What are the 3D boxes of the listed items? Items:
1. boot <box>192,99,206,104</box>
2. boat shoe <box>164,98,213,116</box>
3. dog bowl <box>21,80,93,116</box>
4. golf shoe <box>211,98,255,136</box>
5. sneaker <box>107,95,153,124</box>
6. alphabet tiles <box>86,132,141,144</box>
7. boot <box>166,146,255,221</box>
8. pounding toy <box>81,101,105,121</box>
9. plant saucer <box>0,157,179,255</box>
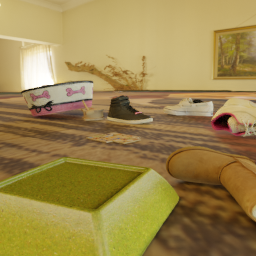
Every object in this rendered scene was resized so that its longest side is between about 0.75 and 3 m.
[{"bbox_3d":[3.547,-1.268,14.985,1.047,0.476,1.246,-1,14,-30],"label":"boot"},{"bbox_3d":[2.572,-0.933,12.056,2.140,0.747,0.759,5,10,28],"label":"boat shoe"},{"bbox_3d":[-2.782,-1.193,11.538,2.912,1.074,2.912,-10,5,1],"label":"dog bowl"},{"bbox_3d":[3.238,-0.080,6.951,1.172,0.965,2.562,-28,23,-26],"label":"golf shoe"},{"bbox_3d":[0.028,-0.660,9.795,1.884,0.935,0.666,8,11,37],"label":"sneaker"},{"bbox_3d":[-0.302,0.252,6.916,1.165,0.044,0.974,8,12,43],"label":"alphabet tiles"},{"bbox_3d":[1.176,0.621,3.234,1.312,0.495,1.498,0,10,1],"label":"boot"},{"bbox_3d":[-1.318,-0.686,10.475,0.760,0.763,1.329,-7,11,-17],"label":"pounding toy"},{"bbox_3d":[-0.530,0.701,2.897,1.768,0.424,1.771,4,10,24],"label":"plant saucer"}]
